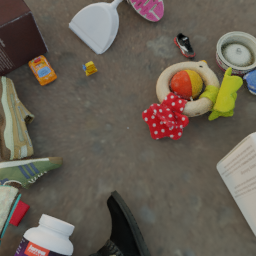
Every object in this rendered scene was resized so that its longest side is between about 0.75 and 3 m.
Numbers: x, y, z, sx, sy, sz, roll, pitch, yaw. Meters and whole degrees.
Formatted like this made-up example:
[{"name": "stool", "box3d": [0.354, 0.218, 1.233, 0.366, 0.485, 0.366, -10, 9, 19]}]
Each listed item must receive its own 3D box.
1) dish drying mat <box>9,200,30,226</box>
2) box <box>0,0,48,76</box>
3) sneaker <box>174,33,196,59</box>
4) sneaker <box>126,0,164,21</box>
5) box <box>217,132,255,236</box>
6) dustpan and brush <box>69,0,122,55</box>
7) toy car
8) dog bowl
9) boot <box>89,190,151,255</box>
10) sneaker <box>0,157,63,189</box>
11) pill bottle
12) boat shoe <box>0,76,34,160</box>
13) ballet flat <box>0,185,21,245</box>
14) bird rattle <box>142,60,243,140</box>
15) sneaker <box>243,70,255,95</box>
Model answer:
[{"name": "dish drying mat", "box3d": [-3.623, 2.094, 7.864, 1.665, 0.151, 0.639, 25, 71, 10]}, {"name": "box", "box3d": [-4.224, -3.073, 8.795, 2.386, 1.959, 1.979, -32, 73, -11]}, {"name": "sneaker", "box3d": [1.948, -2.808, 9.491, 0.362, 0.500, 1.024, -29, 74, -13]}, {"name": "sneaker", "box3d": [0.175, -4.895, 10.002, 2.766, 1.210, 1.020, 40, 99, -8]}, {"name": "box", "box3d": [4.202, 1.096, 6.859, 2.695, 2.708, 2.320, -22, 68, -8]}, {"name": "dustpan and brush", "box3d": [-0.744, -3.879, 9.511, 1.614, 0.662, 2.313, 44, 114, 5]}, {"name": "toy car", "box3d": [-2.177, -2.140, 9.125, 2.162, 0.719, 1.060, -15, 71, -5]}, {"name": "dog bowl", "box3d": [3.626, -2.426, 9.317, 1.508, 0.556, 1.508, 0, 69, 1]}, {"name": "boot", "box3d": [-0.499, 2.948, 7.148, 1.734, 0.873, 2.319, -23, 72, -8]}, {"name": "sneaker", "box3d": [-2.751, 1.310, 7.953, 1.833, 0.615, 0.823, -5, 78, -3]}, {"name": "pill bottle", "box3d": [-2.167, 3.355, 6.778, 1.281, 1.281, 2.278, 19, 71, 7]}, {"name": "boat shoe", "box3d": [-3.380, -0.326, 8.466, 1.038, 0.977, 2.725, -3, 67, -29]}, {"name": "ballet flat", "box3d": [-3.485, 2.703, 6.903, 0.845, 0.914, 2.709, 20, 81, -15]}, {"name": "bird rattle", "box3d": [1.820, -0.939, 8.603, 2.964, 1.670, 2.417, -18, 59, 7]}, {"name": "sneaker", "box3d": [4.808, -1.760, 8.792, 2.423, 1.080, 0.952, -15, 70, -5]}]
